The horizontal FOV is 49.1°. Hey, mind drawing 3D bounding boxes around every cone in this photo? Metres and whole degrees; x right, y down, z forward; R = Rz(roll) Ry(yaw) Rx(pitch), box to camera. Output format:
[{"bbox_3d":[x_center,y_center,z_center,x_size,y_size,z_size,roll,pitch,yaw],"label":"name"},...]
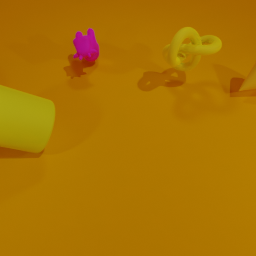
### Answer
[{"bbox_3d":[3.460,-1.287,7.731,0.943,0.939,0.939,-34,54,3],"label":"cone"}]

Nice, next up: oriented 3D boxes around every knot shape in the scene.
[{"bbox_3d":[1.521,-2.050,7.338,1.509,1.612,0.745,-4,77,-54],"label":"knot shape"}]

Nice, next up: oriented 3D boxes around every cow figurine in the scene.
[{"bbox_3d":[-1.205,-2.334,8.337,0.719,1.309,1.288,-13,63,7],"label":"cow figurine"}]

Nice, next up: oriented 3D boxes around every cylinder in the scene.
[{"bbox_3d":[-2.472,-0.177,6.238,1.278,1.278,1.278,17,40,-33],"label":"cylinder"}]
